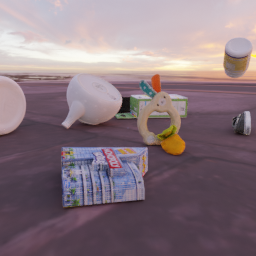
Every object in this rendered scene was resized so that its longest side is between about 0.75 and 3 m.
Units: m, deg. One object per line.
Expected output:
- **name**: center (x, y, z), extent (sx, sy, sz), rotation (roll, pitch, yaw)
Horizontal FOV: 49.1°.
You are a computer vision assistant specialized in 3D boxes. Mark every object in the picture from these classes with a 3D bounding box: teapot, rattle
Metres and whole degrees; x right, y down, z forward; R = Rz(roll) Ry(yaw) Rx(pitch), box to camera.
- **teapot**: center (-1.258, -0.814, 9.527), extent (2.011, 1.469, 1.985), rotation (13, 33, -32)
- **rattle**: center (0.750, -0.365, 6.436), extent (1.111, 1.706, 1.219), rotation (1, 12, 7)

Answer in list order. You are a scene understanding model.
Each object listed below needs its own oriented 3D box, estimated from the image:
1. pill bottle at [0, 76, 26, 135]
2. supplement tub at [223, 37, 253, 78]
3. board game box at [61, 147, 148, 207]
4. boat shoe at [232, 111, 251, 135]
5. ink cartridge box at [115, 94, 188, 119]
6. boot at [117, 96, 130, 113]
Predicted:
- **pill bottle**: center (-4.617, -0.740, 8.349), extent (2.851, 1.652, 1.652), rotation (6, 13, 29)
- **supplement tub**: center (3.588, -2.292, 9.224), extent (0.837, 0.837, 1.151), rotation (3, -31, 16)
- **board game box**: center (-0.292, 0.665, 4.508), extent (1.513, 0.467, 1.514), rotation (-3, 12, -13)
- **boat shoe**: center (3.414, -0.192, 8.485), extent (0.497, 0.552, 1.562), rotation (6, 14, 19)
- **ink cartridge box**: center (0.842, -0.881, 11.176), extent (2.738, 0.812, 1.422), rotation (-2, 12, -9)
- **boot**: center (-0.933, -1.049, 12.170), extent (1.560, 0.874, 2.255), rotation (2, -5, 32)
